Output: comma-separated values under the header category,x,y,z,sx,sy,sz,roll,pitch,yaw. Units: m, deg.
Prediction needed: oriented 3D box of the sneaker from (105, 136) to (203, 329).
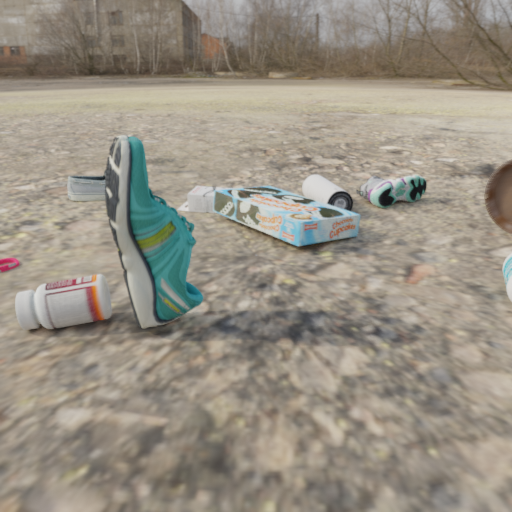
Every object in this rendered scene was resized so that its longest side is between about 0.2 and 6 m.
category,x,y,z,sx,sy,sz,roll,pitch,yaw
sneaker,-1.492,-0.355,8.175,1.191,2.990,1.159,-16,32,-13

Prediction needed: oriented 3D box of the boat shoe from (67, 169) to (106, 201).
category,x,y,z,sx,sy,sz,roll,pitch,yaw
boat shoe,-4.056,-1.997,15.383,2.189,0.780,0.764,-8,23,-20

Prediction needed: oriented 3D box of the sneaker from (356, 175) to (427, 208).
category,x,y,z,sx,sy,sz,roll,pitch,yaw
sneaker,3.570,-1.892,15.179,1.907,0.741,1.334,-12,25,-29

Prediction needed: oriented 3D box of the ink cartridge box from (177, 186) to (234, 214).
category,x,y,z,sx,sy,sz,roll,pitch,yaw
ink cartridge box,-1.242,-1.452,14.417,1.435,0.487,0.832,4,22,11

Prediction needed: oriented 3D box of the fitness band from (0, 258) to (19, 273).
category,x,y,z,sx,sy,sz,roll,pitch,yaw
fitness band,-4.907,0.182,10.830,0.450,0.117,0.627,13,24,36

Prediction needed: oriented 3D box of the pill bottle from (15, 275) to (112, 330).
category,x,y,z,sx,sy,sz,roll,pitch,yaw
pill bottle,-2.921,0.728,8.564,1.289,0.706,0.706,-10,23,-7

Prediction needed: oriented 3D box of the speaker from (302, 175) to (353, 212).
category,x,y,z,sx,sy,sz,roll,pitch,yaw
speaker,1.788,-1.547,14.345,0.724,0.724,1.784,-6,22,-14

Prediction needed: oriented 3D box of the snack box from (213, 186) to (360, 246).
category,x,y,z,sx,sy,sz,roll,pitch,yaw
snack box,0.614,-0.996,12.906,1.813,0.579,3.120,-10,24,-38

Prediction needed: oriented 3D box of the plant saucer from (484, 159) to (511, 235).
category,x,y,z,sx,sy,sz,roll,pitch,yaw
plant saucer,5.880,-1.278,11.987,1.820,1.820,0.314,14,26,31

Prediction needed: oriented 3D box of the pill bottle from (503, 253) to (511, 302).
category,x,y,z,sx,sy,sz,roll,pitch,yaw
pill bottle,4.553,0.432,9.330,0.741,0.741,1.338,7,22,16
